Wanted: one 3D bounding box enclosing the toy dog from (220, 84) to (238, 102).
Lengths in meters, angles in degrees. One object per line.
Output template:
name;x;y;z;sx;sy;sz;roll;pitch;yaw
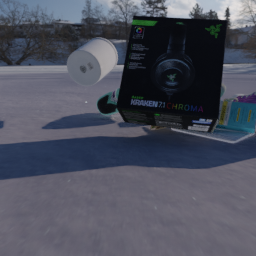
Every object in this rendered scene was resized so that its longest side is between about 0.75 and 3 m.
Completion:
toy dog;2.413;-0.830;8.562;1.069;1.621;0.781;23;44;-31

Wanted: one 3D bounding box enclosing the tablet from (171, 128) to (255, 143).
tablet;2.395;0.061;8.020;1.300;0.136;1.997;-13;19;-42

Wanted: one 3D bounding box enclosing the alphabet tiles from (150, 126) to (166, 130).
alphabet tiles;1.083;-0.180;8.324;0.815;0.031;0.980;-13;18;15

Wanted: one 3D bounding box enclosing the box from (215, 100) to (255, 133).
box;2.599;-0.363;7.695;1.731;0.712;0.425;9;-13;28

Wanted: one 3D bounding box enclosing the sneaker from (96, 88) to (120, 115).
sneaker;0.135;-1.284;10.558;2.503;0.973;1.751;-14;10;13

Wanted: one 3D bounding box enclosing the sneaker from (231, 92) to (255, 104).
sneaker;3.894;-0.857;7.761;1.038;1.633;2.864;-3;23;-14

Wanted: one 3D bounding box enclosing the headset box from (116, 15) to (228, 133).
headset box;1.201;-1.499;7.401;2.455;2.819;1.308;8;-14;11

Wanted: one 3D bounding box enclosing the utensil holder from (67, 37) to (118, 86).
utensil holder;-1.254;-2.344;9.942;1.359;1.359;1.599;5;31;18
